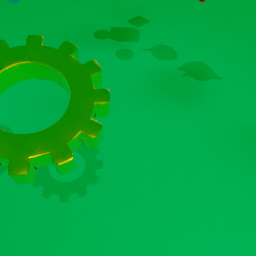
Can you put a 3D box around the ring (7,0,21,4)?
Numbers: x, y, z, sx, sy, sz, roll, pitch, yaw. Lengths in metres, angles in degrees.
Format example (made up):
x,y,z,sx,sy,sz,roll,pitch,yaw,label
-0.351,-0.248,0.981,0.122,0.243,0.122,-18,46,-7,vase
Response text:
x,y,z,sx,sy,sz,roll,pitch,yaw,label
-2.700,-3.459,5.861,0.327,1.637,1.637,-21,48,-6,ring

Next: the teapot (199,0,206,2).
x,y,z,sx,sy,sz,roll,pitch,yaw,label
1.620,-3.931,7.029,0.835,1.705,1.060,-33,38,15,teapot

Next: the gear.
x,y,z,sx,sy,sz,roll,pitch,yaw,label
-1.074,-0.272,3.093,1.712,0.317,1.712,2,63,-4,gear
